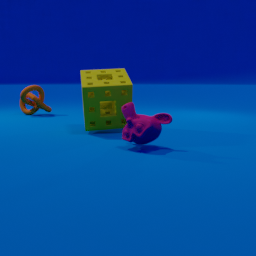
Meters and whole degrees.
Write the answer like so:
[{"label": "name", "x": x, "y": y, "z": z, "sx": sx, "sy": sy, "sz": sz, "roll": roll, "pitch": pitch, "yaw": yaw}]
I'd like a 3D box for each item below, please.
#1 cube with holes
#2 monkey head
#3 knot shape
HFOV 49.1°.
[{"label": "cube with holes", "x": -0.598, "y": -0.788, "z": 7.516, "sx": 1.222, "sy": 1.222, "sz": 1.222, "roll": -5, "pitch": 31, "yaw": -9}, {"label": "monkey head", "x": 0.247, "y": -0.095, "z": 5.718, "sx": 1.212, "sy": 0.872, "sz": 0.730, "roll": -25, "pitch": -10, "yaw": 36}, {"label": "knot shape", "x": -3.683, "y": -1.110, "z": 10.934, "sx": 1.384, "sy": 1.296, "sz": 0.640, "roll": 9, "pitch": 46, "yaw": 6}]
